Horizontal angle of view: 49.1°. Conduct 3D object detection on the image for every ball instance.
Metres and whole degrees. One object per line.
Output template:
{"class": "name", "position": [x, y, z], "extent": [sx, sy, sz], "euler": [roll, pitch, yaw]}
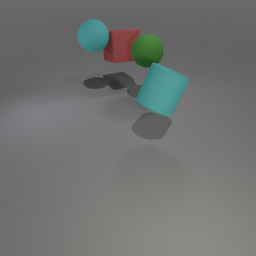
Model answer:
{"class": "ball", "position": [-1.551, -4.125, 12.566], "extent": [1.400, 1.400, 1.400], "euler": [0, 33, 0]}
{"class": "ball", "position": [0.828, -3.316, 12.065], "extent": [1.400, 1.400, 1.400], "euler": [0, 33, 0]}

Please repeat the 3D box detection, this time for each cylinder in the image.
{"class": "cylinder", "position": [1.184, -1.325, 9.685], "extent": [1.400, 1.400, 1.400], "euler": [23, 18, -8]}

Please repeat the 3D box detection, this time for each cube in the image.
{"class": "cube", "position": [-0.333, -3.978, 13.496], "extent": [1.400, 1.400, 1.400], "euler": [-13, 22, -22]}
